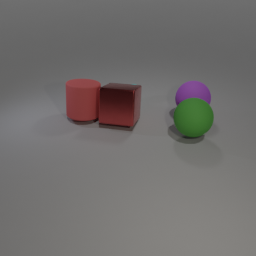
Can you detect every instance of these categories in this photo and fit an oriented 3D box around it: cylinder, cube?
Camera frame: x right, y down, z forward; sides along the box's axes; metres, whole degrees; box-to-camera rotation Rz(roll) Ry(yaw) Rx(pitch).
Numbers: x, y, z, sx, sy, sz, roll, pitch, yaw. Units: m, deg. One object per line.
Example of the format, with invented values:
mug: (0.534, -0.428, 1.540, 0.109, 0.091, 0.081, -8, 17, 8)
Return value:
cylinder: (-1.830, -1.181, 11.497, 1.400, 1.400, 1.400, 3, 23, -1)
cube: (-0.294, -0.975, 11.210, 1.400, 1.400, 1.400, 6, 18, 12)

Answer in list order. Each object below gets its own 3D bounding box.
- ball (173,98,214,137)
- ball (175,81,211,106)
ball: (2.328, -0.375, 9.981, 1.400, 1.400, 1.400, 0, 30, 0)
ball: (2.607, -1.190, 11.248, 1.400, 1.400, 1.400, 0, 30, 0)
